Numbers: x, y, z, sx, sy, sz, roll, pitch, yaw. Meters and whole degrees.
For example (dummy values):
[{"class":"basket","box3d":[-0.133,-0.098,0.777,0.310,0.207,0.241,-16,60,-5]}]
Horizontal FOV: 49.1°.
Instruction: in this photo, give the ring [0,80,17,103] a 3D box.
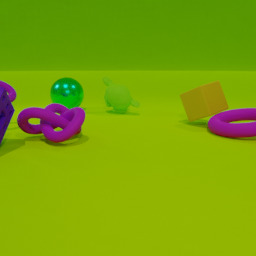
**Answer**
[{"class":"ring","box3d":[-3.514,-0.985,7.452,1.054,0.211,1.054,23,28,-13]}]

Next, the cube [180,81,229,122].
[{"class":"cube","box3d":[2.212,-0.773,8.155,0.867,0.867,0.867,-19,-1,-34]}]

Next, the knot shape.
[{"class":"knot shape","box3d":[-1.613,-0.137,6.549,1.506,0.744,1.609,13,15,43]}]

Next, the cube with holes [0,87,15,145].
[{"class":"cube with holes","box3d":[-2.984,-0.270,5.539,0.966,0.966,0.966,14,-25,-4]}]

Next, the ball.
[{"class":"ball","box3d":[-2.340,-1.299,10.781,1.283,1.283,1.283,0,13,0]}]

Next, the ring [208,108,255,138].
[{"class":"ring","box3d":[2.991,-0.162,7.302,1.762,0.352,1.762,-10,15,3]}]

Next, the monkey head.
[{"class":"monkey head","box3d":[-0.252,-1.199,10.272,1.671,1.007,1.202,39,48,7]}]
